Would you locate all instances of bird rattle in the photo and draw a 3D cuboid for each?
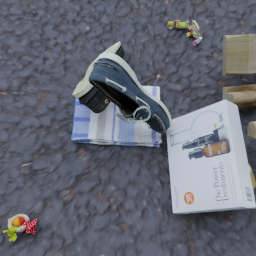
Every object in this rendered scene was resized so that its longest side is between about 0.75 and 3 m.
[{"bbox_3d":[-2.694,2.409,7.008,0.807,0.455,0.658,-24,43,-19],"label":"bird rattle"}]

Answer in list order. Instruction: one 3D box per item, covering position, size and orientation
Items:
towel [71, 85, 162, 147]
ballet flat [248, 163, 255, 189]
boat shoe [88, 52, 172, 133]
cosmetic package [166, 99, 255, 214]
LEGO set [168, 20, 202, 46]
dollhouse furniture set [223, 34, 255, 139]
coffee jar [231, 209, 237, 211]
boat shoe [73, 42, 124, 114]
[{"bbox_3d":[-0.305,-0.411,8.062,2.561,0.305,1.881,2,71,1],"label":"towel"},{"bbox_3d":[2.624,0.765,6.905,0.551,0.506,1.606,-21,59,-4],"label":"ballet flat"},{"bbox_3d":[0.127,-0.577,6.635,1.008,2.692,0.832,3,58,41],"label":"boat shoe"},{"bbox_3d":[1.889,0.774,6.875,0.636,1.855,2.460,15,63,-38],"label":"cosmetic package"},{"bbox_3d":[1.856,-3.206,8.891,1.251,0.465,0.575,39,89,11],"label":"LEGO set"},{"bbox_3d":[4.088,-1.019,6.769,2.285,2.804,2.667,-7,104,-14],"label":"dollhouse furniture set"},{"bbox_3d":[2.519,1.699,6.995,0.468,0.897,0.383,-43,94,2],"label":"coffee jar"},{"bbox_3d":[-0.638,-1.495,7.911,0.865,1.010,2.761,45,40,-25],"label":"boat shoe"}]
